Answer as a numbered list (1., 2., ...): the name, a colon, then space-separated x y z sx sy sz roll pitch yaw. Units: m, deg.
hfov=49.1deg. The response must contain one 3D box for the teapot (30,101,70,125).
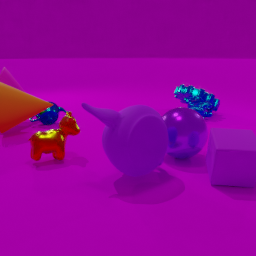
1. teapot: -2.350 -0.418 8.380 1.185 0.737 0.580 -18 48 -16

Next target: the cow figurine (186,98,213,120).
1. cow figurine: 2.215 -0.603 9.234 1.110 0.619 1.128 12 29 44

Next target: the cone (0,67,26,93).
1. cone: -3.383 -0.742 8.685 1.672 1.665 1.665 27 3 -26

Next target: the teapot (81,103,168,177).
1. teapot: 0.024 0.159 4.755 0.941 1.195 1.921 9 -26 50

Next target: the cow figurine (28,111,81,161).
1. cow figurine: -1.468 0.146 5.603 1.005 0.989 0.552 2 0 -28

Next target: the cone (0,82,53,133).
1. cone: -2.667 -0.580 7.394 1.350 1.345 1.345 -4 16 -15

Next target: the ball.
1. ball: 1.088 0.099 5.694 1.045 1.045 1.045 0 15 0

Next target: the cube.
1. cube: 1.746 0.482 4.707 0.710 0.710 0.710 3 29 6

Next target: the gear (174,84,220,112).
1. gear: 2.385 -1.016 9.753 1.575 0.291 1.575 23 -6 3
